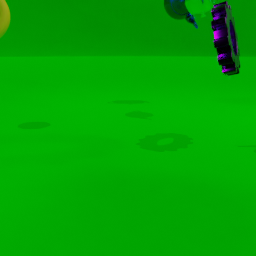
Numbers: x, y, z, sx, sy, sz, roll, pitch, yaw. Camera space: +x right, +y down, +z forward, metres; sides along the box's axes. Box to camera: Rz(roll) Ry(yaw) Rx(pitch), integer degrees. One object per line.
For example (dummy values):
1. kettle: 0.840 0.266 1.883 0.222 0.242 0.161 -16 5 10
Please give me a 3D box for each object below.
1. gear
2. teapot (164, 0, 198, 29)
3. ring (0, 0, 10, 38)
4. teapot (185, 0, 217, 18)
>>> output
1. gear: 1.896 -1.690 5.370 0.248 1.340 1.340 -7 10 30
2. teapot: 1.850 -4.205 9.453 1.170 1.882 0.921 -31 20 11
3. ring: -3.996 -2.977 7.331 1.697 1.697 0.339 -4 -7 -15
4. teapot: 1.990 -3.319 7.482 0.852 0.671 1.370 -16 15 -9
